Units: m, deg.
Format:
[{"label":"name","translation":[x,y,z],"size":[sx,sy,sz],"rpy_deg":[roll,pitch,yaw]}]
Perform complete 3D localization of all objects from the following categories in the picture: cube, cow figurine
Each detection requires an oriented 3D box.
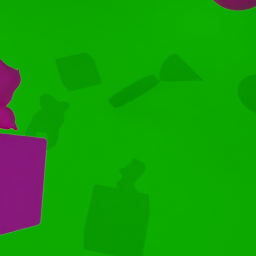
[{"label":"cube","translation":[-2.065,0.713,3.863],"size":[1.270,1.270,1.270],"rpy_deg":[0,84,27]},{"label":"cow figurine","translation":[-1.802,-0.448,4.035],"size":[0.912,0.501,0.898],"rpy_deg":[-49,122,-4]}]

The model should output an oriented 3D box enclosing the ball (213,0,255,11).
[{"label":"ball","translation":[1.951,-2.689,4.719],"size":[1.316,1.316,1.316],"rpy_deg":[0,71,0]}]
